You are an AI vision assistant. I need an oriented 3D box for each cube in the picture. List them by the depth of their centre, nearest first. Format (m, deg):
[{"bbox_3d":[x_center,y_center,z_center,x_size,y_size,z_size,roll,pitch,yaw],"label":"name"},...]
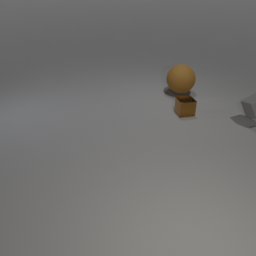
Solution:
[{"bbox_3d":[4.881,-0.835,10.685,0.700,0.700,0.700,-28,18,-3],"label":"cube"},{"bbox_3d":[2.439,-0.925,11.944,0.700,0.700,0.700,-6,30,-11],"label":"cube"}]

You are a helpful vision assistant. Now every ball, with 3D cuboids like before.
[{"bbox_3d":[2.576,-2.388,13.634,1.400,1.400,1.400,0,29,0],"label":"ball"}]
